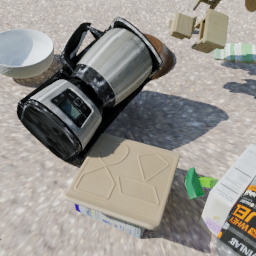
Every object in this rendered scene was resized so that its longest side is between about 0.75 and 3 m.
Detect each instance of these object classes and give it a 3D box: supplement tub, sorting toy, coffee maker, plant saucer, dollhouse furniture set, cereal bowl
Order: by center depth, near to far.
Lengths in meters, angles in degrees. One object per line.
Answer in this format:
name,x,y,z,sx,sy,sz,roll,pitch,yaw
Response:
supplement tub,2.157,1.662,4.351,1.170,1.170,1.909,32,82,28
sorting toy,0.324,0.987,5.009,2.433,0.358,1.798,15,42,14
coffee maker,-0.870,-0.644,6.530,1.945,2.774,2.888,36,65,13
dollhouse furniture set,1.261,-3.501,6.569,2.910,1.618,2.573,12,81,-17
cereal bowl,-3.343,-2.246,8.871,2.031,0.846,2.031,5,49,-5
plant saucer,0.136,-2.586,9.548,2.883,0.527,2.883,0,44,0
dollhouse furniture set,2.219,-4.235,11.138,0.817,0.620,0.933,-29,52,-27

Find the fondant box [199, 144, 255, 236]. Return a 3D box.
fondant box,2.022,1.157,5.305,0.444,1.099,1.524,34,54,30

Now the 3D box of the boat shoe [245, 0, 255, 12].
boat shoe,2.638,-2.829,5.211,0.440,1.354,0.488,-14,52,-19

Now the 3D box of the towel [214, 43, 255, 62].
towel,3.816,-2.701,9.899,1.513,0.177,1.154,9,46,9

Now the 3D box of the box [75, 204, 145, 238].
box,-0.138,1.165,5.535,1.458,0.765,1.341,19,48,17
